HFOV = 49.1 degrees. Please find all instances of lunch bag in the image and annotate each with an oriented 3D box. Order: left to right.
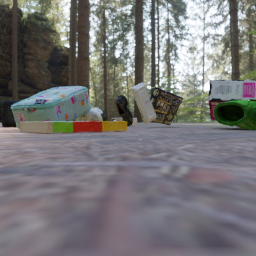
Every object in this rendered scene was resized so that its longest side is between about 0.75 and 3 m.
[{"bbox_3d":[-2.545,-0.733,9.315,1.940,0.932,2.419,3,21,24],"label":"lunch bag"}]

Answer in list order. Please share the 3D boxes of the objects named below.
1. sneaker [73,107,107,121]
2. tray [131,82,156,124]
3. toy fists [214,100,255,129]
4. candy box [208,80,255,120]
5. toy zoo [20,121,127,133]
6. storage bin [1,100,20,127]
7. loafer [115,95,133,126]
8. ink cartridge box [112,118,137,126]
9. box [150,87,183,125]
[{"bbox_3d":[-1.758,-0.223,10.080,1.230,0.807,2.138,-23,20,-38],"label":"sneaker"},{"bbox_3d":[0.682,-0.989,11.036,0.172,1.552,0.833,-13,14,43],"label":"tray"},{"bbox_3d":[4.132,-0.393,8.542,1.433,0.967,2.811,-11,10,-44],"label":"toy fists"},{"bbox_3d":[4.587,-0.960,10.402,2.989,0.912,2.038,2,-17,20],"label":"candy box"},{"bbox_3d":[-1.236,-0.050,7.342,2.604,0.266,1.709,-2,2,-39],"label":"toy zoo"},{"bbox_3d":[-5.090,-0.620,12.696,0.803,1.157,1.712,0,1,-10],"label":"storage bin"},{"bbox_3d":[-0.265,-0.803,14.533,0.650,1.786,0.646,6,38,43],"label":"loafer"},{"bbox_3d":[-0.227,-0.331,15.498,1.298,0.437,0.760,0,-1,-28],"label":"ink cartridge box"},{"bbox_3d":[1.635,-0.961,12.957,1.888,1.522,0.464,9,18,-48],"label":"box"}]
